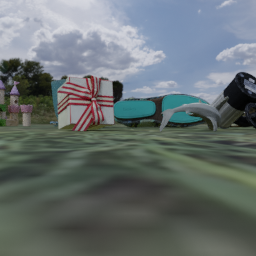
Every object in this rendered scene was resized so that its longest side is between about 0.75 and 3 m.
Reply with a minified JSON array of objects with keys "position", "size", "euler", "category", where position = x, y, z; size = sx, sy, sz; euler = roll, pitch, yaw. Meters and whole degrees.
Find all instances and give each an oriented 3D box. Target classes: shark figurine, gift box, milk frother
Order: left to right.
[{"position":[-0.850,-0.388,5.208],"size":[1.041,0.960,0.972],"euler":[-5,-5,-30],"category":"gift box"},{"position":[1.285,-0.164,4.917],"size":[1.409,0.588,0.842],"euler":[8,-37,-28],"category":"shark figurine"},{"position":[2.469,-0.353,6.371],"size":[1.304,1.176,1.226],"euler":[-42,-12,-38],"category":"milk frother"}]

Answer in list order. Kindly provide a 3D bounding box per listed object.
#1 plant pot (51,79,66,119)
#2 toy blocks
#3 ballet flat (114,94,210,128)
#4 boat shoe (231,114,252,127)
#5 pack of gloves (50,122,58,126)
[{"position":[-1.615,-0.751,9.322],"size":[1.834,1.472,1.834],"euler":[1,1,0],"category":"plant pot"},{"position":[-6.096,-1.152,12.859],"size":[2.569,2.163,2.401],"euler":[1,2,33],"category":"toy blocks"},{"position":[1.002,-0.445,8.392],"size":[2.916,1.082,1.082],"euler":[4,2,14],"category":"ballet flat"},{"position":[3.796,-0.303,10.082],"size":[1.699,0.551,0.622],"euler":[0,1,-26],"category":"boat shoe"},{"position":[-3.081,-0.117,12.992],"size":[0.990,0.195,0.832],"euler":[4,-8,2],"category":"pack of gloves"}]
